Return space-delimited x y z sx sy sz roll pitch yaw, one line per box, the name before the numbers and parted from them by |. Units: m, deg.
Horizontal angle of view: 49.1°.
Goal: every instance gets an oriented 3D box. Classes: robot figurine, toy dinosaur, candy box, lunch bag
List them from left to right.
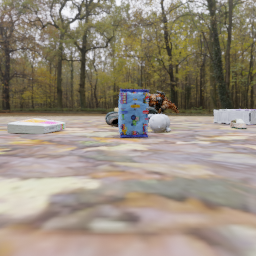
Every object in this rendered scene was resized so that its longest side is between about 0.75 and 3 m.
lunch bag | 0.044 -0.393 7.608 0.745 1.192 1.584 0 3 -8
toy dinosaur | 1.577 -1.059 14.231 2.387 1.620 1.219 27 30 -9
robot figurine | 1.010 -0.158 8.961 0.860 0.573 1.014 36 14 15
candy box | 6.166 -0.609 15.298 1.878 0.801 2.239 -2 4 -35

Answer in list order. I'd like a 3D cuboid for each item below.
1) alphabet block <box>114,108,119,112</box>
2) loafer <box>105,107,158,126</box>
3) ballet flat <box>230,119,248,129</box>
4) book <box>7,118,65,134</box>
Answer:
alphabet block | -0.171 -0.670 15.617 0.897 0.902 0.919 0 2 -31
loafer | 0.242 -0.400 12.575 2.456 0.882 0.772 -9 18 -13
ballet flat | 4.305 -0.166 10.976 0.390 0.385 1.145 0 3 -7
book | -2.851 -0.050 8.981 1.159 0.417 1.734 3 4 8
